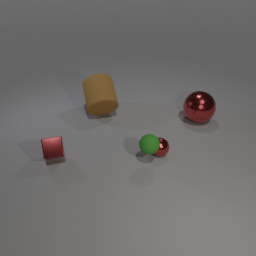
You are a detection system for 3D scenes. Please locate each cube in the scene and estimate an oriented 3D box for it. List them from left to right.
[{"bbox_3d":[-2.639,0.725,9.888,0.700,0.700,0.700,-10,-8,-14],"label":"cube"}]

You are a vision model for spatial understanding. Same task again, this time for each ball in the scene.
[{"bbox_3d":[0.729,0.551,9.526,0.700,0.700,0.700,0,32,0],"label":"ball"},{"bbox_3d":[1.166,0.695,10.255,0.700,0.700,0.700,0,32,0],"label":"ball"},{"bbox_3d":[3.113,-0.914,12.223,1.400,1.400,1.400,0,32,0],"label":"ball"}]

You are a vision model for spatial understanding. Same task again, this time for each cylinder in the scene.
[{"bbox_3d":[-1.239,-1.474,12.561,1.400,1.400,1.400,-9,66,-14],"label":"cylinder"}]
